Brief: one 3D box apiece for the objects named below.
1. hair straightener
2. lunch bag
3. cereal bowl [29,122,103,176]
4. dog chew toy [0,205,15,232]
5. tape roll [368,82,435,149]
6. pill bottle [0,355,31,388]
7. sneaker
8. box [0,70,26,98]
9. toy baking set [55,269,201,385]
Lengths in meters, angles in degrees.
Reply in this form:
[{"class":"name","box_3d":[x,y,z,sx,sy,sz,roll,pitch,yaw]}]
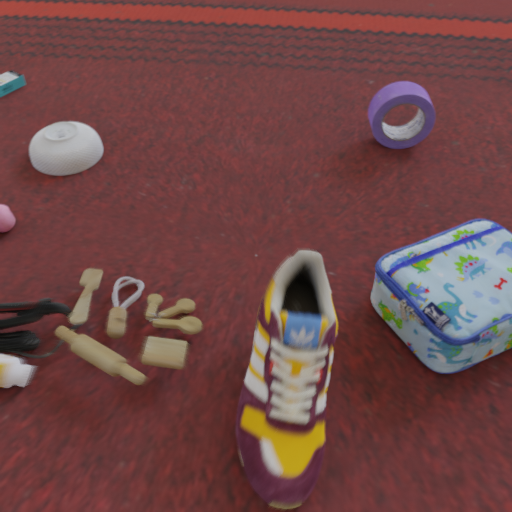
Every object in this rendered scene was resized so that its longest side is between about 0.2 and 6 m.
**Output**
[{"class":"hair straightener","box_3d":[-4.121,1.258,8.594,2.826,0.578,1.087,-3,76,-12]},{"class":"lunch bag","box_3d":[3.282,0.528,8.859,2.635,1.086,2.118,-18,45,-18]},{"class":"cereal bowl","box_3d":[-4.130,-2.429,12.066,1.534,0.639,1.534,0,45,0]},{"class":"dog chew toy","box_3d":[-4.929,-0.599,10.375,0.831,0.517,0.517,-29,52,-17]},{"class":"tape roll","box_3d":[3.141,-3.038,12.155,1.347,1.347,0.572,0,45,0]},{"class":"pill bottle","box_3d":[-3.732,1.642,8.066,0.854,0.445,0.445,17,44,-13]},{"class":"sneaker","box_3d":[0.419,1.480,7.295,1.215,1.460,3.241,6,58,-5]},{"class":"box","box_3d":[-6.456,-4.267,14.117,0.478,0.286,1.162,27,51,24]},{"class":"toy baking set","box_3d":[-2.022,1.033,8.674,2.519,0.293,1.933,22,34,18]}]
